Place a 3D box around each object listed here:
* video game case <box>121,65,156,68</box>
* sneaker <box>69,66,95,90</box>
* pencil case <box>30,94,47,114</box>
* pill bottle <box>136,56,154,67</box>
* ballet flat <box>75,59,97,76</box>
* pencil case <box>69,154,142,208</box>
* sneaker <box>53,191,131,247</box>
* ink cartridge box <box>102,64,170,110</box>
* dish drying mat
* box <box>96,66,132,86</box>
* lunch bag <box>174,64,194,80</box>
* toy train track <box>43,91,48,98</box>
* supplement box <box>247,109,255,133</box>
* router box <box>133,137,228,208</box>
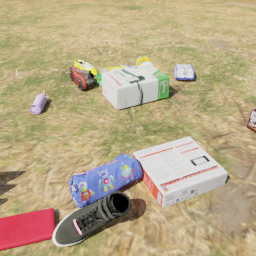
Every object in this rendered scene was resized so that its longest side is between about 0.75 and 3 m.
[{"bbox_3d":[0.452,-3.031,15.167,1.961,0.171,1.402,6,35,8],"label":"video game case"},{"bbox_3d":[-2.282,-2.580,14.020,1.010,0.731,2.068,-18,41,-23],"label":"sneaker"},{"bbox_3d":[-3.843,-1.030,12.041,0.486,0.477,1.137,-24,29,16],"label":"pencil case"},{"bbox_3d":[0.913,-3.148,14.488,0.784,0.784,1.399,-6,35,-9],"label":"pill bottle"},{"bbox_3d":[-2.329,-3.327,15.219,0.597,0.599,1.786,-28,44,-35],"label":"ballet flat"},{"bbox_3d":[-0.654,1.440,8.016,2.171,0.943,0.847,-21,1,-29],"label":"pencil case"},{"bbox_3d":[-0.819,2.119,6.791,2.081,1.032,0.736,-22,72,-30],"label":"sneaker"},{"bbox_3d":[0.298,-1.935,12.757,2.582,1.072,1.892,-16,37,-22],"label":"ink cartridge box"},{"bbox_3d":[-3.024,2.606,6.954,2.379,0.216,0.914,-8,36,-13],"label":"dish drying mat"},{"bbox_3d":[-0.641,-2.649,14.205,1.890,0.457,1.109,-8,46,-6],"label":"box"},{"bbox_3d":[2.900,-2.856,14.488,0.924,0.673,1.087,3,41,2],"label":"lunch bag"},{"bbox_3d":[-3.969,-1.571,13.083,0.470,0.133,0.820,-3,34,-4],"label":"toy train track"},{"bbox_3d":[6.142,-0.376,10.703,2.780,0.847,1.513,-17,39,-24],"label":"supplement box"},{"bbox_3d":[1.527,1.244,8.622,2.200,0.537,1.975,-14,37,-19],"label":"router box"}]
